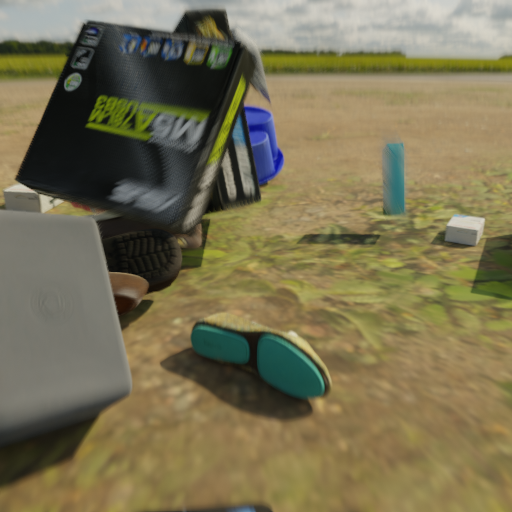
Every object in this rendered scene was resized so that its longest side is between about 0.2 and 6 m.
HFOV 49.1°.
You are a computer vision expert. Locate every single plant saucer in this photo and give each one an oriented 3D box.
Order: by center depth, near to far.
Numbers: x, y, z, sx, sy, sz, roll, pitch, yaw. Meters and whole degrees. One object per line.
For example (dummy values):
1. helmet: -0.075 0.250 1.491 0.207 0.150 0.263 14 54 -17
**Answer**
1. plant saucer: -2.038 0.567 6.720 1.503 0.241 1.503 -12 -20 -5

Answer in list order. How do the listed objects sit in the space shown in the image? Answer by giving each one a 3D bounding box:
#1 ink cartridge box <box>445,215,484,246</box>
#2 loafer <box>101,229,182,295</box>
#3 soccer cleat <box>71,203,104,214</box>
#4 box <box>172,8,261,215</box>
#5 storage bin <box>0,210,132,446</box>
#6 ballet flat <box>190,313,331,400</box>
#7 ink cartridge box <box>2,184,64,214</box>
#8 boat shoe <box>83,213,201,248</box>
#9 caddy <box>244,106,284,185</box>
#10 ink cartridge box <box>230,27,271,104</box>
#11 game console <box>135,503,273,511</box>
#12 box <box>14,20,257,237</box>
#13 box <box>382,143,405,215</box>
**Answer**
1. ink cartridge box: 3.787 -0.472 10.173 0.548 0.321 0.758 12 23 27
2. loafer: -2.292 0.364 7.545 2.779 0.991 1.014 -5 65 5
3. soccer cleat: -2.395 -1.251 10.536 1.126 0.983 2.946 0 11 8
4. box: -0.911 -2.328 9.872 0.723 3.143 2.498 -13 6 -20
5. storage bin: -2.193 0.682 5.155 1.537 2.288 1.665 -2 -24 -37
6. ballet flat: 0.109 1.012 6.126 1.839 0.650 0.650 13 25 34
7. ink cartridge box: -4.711 -1.302 12.017 0.857 0.486 1.170 4 22 10
8. boat shoe: -2.209 -0.276 8.691 2.881 0.857 1.035 -12 2 15
9. caddy: -0.775 -2.613 13.978 2.941 1.544 2.079 4 44 8
10. ink cartridge box: -0.117 -3.051 9.056 0.225 1.035 1.025 -23 40 -6
11. game console: -0.496 1.897 3.696 1.381 1.178 0.817 -3 49 -6
12. box: -1.733 -1.920 8.066 2.839 2.742 0.675 16 -12 20
13. box: 2.493 -1.385 10.179 0.308 1.254 0.516 -1 -2 3
